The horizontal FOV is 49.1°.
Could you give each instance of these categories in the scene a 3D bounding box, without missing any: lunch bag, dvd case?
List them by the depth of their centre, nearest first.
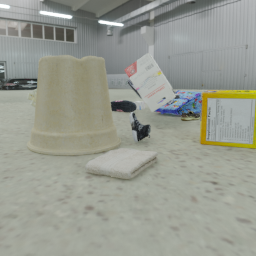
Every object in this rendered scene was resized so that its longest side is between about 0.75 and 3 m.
[{"bbox_3d":[1.104,-1.811,12.950,1.797,0.193,2.416,-1,25,-14],"label":"dvd case"},{"bbox_3d":[2.764,-1.207,15.776,2.596,1.221,1.954,-22,22,-33],"label":"lunch bag"}]

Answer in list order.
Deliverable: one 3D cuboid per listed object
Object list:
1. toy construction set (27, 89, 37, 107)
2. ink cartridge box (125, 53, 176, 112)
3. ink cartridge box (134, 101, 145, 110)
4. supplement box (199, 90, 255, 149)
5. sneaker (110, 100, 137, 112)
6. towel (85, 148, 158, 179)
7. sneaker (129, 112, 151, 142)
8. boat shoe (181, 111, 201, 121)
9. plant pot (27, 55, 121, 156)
[{"bbox_3d":[-3.654,-1.057,14.044,2.958,1.363,1.939,21,21,34],"label":"toy construction set"},{"bbox_3d":[0.913,-1.727,10.936,1.175,2.017,0.681,-32,-7,14],"label":"ink cartridge box"},{"bbox_3d":[0.757,-1.484,18.297,0.495,0.508,0.790,5,11,32],"label":"ink cartridge box"},{"bbox_3d":[3.848,-0.331,8.665,2.981,1.622,1.633,4,11,22],"label":"supplement box"},{"bbox_3d":[-0.247,-1.381,17.059,2.106,0.739,0.864,8,16,34],"label":"sneaker"},{"bbox_3d":[-0.072,0.757,6.417,1.098,0.286,1.658,4,11,26],"label":"towel"},{"bbox_3d":[0.405,-0.071,8.994,0.620,1.089,0.411,-12,-32,4],"label":"sneaker"},{"bbox_3d":[3.094,-0.619,13.647,1.353,0.438,0.495,-10,14,-43],"label":"boat shoe"},{"bbox_3d":[-1.624,-0.804,8.501,2.869,2.627,2.869,0,10,0],"label":"plant pot"}]
